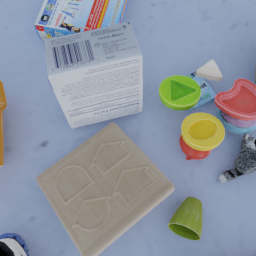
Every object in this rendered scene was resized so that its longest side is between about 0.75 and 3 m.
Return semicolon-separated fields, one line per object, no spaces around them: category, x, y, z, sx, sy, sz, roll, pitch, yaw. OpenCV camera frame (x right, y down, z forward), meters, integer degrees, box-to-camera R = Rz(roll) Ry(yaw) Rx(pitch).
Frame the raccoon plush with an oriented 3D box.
raccoon plush;2.834;0.715;7.170;1.365;0.661;0.915;-17;63;-6

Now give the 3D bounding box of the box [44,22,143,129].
box;-0.734;-1.196;6.922;2.048;2.227;1.168;-14;61;-5

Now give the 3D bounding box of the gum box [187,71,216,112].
gum box;1.913;-1.064;8.006;0.842;0.221;0.991;-28;72;-10

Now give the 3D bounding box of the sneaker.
sneaker;-2.290;3.273;5.775;0.992;1.417;2.454;-41;75;-12

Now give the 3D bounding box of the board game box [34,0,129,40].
board game box;-1.333;-3.710;8.734;2.367;0.676;2.417;13;70;4

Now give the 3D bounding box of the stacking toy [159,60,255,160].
stacking toy;2.109;-0.467;7.537;2.581;1.090;2.337;-26;58;-16

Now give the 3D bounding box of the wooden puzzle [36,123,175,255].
wooden puzzle;-0.597;1.366;6.712;2.450;0.612;2.645;-36;53;-13

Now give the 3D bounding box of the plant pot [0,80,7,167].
plant pot;-3.964;0.092;6.679;2.286;2.286;2.093;-15;87;-5

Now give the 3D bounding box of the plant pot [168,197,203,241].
plant pot;1.429;2.061;6.565;0.767;0.767;0.819;24;57;8
